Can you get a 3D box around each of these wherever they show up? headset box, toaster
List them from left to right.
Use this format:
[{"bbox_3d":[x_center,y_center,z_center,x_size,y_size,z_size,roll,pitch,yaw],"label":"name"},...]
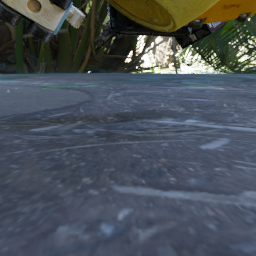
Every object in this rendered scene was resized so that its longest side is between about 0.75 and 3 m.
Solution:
[{"bbox_3d":[0.490,-3.644,7.523,2.547,2.303,1.512,-1,21,-7],"label":"toaster"},{"bbox_3d":[2.450,-3.317,8.548,1.822,0.703,1.356,-41,13,-22],"label":"headset box"}]

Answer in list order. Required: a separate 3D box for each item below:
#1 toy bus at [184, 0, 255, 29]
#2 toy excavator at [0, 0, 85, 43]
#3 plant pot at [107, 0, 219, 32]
[{"bbox_3d":[1.736,-2.792,5.756,2.740,1.073,0.892,-18,-22,-28],"label":"toy bus"},{"bbox_3d":[-1.915,-2.970,6.734,2.228,1.145,2.292,23,26,-33],"label":"toy excavator"},{"bbox_3d":[0.466,-2.162,3.370,2.230,1.583,2.230,28,3,-2],"label":"plant pot"}]
